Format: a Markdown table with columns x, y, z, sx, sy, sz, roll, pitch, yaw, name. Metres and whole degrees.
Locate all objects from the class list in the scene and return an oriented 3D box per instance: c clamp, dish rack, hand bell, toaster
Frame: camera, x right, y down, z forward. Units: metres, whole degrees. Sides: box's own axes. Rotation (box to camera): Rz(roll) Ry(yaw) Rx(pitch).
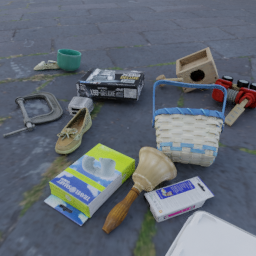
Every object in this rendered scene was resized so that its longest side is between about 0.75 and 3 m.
| x | y | z | sx | sy | sz | roll | pitch | yaw | name |
| --- | --- | --- | --- | --- | --- | --- | --- | --- | --- |
| -4.182 | -0.809 | 12.204 | 2.503 | 0.397 | 2.930 | -13 | 38 | -17 | c clamp |
| 2.344 | 3.138 | 6.657 | 2.604 | 0.567 | 2.235 | 21 | 42 | 28 | dish rack |
| 0.146 | 1.917 | 8.113 | 1.370 | 1.370 | 2.632 | 25 | 55 | 30 | hand bell |
| -2.011 | -0.897 | 12.112 | 1.168 | 0.664 | 0.755 | 10 | 41 | 15 | toaster |

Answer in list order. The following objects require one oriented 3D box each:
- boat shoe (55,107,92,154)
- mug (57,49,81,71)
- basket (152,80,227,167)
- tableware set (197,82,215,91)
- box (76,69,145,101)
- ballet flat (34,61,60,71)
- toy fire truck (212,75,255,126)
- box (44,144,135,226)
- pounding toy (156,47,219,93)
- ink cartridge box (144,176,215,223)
| x | y | z | sx | sy | sz | roll | pitch | yaw | name |
| --- | --- | --- | --- | --- | --- | --- | --- | --- | --- |
| -2.098 | 0.074 | 10.690 | 0.863 | 0.738 | 2.354 | 8 | 37 | 11 | boat shoe |
| -3.289 | -3.817 | 15.776 | 1.293 | 0.973 | 1.573 | 13 | 27 | 2 | mug |
| 2.005 | -0.263 | 9.646 | 2.571 | 2.028 | 2.916 | 7 | 74 | 9 | basket |
| 4.022 | -2.343 | 14.468 | 1.428 | 0.219 | 0.962 | -21 | 41 | -26 | tableware set |
| -0.730 | -2.129 | 13.365 | 2.868 | 0.714 | 2.261 | 5 | 30 | 11 | box |
| -4.615 | -3.584 | 15.940 | 1.519 | 0.528 | 0.528 | -6 | 36 | -7 | ballet flat |
| 4.508 | -1.201 | 12.173 | 1.972 | 1.441 | 2.240 | 24 | 32 | 28 | toy fire truck |
| -1.141 | 1.604 | 8.707 | 1.592 | 0.622 | 2.611 | 22 | 41 | 28 | box |
| 2.912 | -2.450 | 13.820 | 2.813 | 1.287 | 2.471 | -19 | 30 | 22 | pounding toy |
| 1.508 | 2.069 | 8.295 | 1.892 | 0.351 | 0.896 | -15 | 38 | -16 | ink cartridge box |
